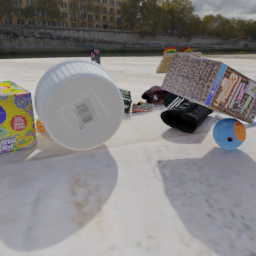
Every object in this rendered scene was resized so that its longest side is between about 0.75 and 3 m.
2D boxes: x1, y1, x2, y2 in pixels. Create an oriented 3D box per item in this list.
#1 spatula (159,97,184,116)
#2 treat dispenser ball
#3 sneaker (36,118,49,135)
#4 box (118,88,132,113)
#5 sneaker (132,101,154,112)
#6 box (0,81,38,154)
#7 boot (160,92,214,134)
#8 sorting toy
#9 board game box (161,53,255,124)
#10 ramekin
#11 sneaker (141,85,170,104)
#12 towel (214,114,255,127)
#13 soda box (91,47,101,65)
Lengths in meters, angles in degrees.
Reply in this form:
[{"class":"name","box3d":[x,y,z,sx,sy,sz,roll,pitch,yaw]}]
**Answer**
[{"class":"spatula","box3d":[1.832,-0.879,11.895,1.166,0.094,0.811,-46,17,4]},{"class":"treat dispenser ball","box3d":[3.067,0.169,8.485,0.965,0.965,0.965,0,18,0]},{"class":"sneaker","box3d":[-1.978,-0.356,9.849,2.321,0.900,1.300,-2,15,22]},{"class":"box","box3d":[-1.225,-1.625,13.539,2.797,0.665,2.702,13,19,-6]},{"class":"sneaker","box3d":[0.704,-1.008,12.882,1.141,0.469,0.444,-10,20,-29]},{"class":"box","box3d":[-4.711,-0.322,8.691,2.873,1.753,2.767,-12,23,-33]},{"class":"boot","box3d":[2.056,-0.712,11.410,2.429,0.967,2.947,8,24,30]},{"class":"sorting toy","box3d":[1.716,-2.404,9.809,1.275,0.444,1.268,-4,-15,-10]},{"class":"board game box","box3d":[2.569,-1.176,8.378,2.366,1.146,1.887,15,11,-35]},{"class":"ramekin","box3d":[-1.383,-0.624,8.380,2.643,2.643,1.289,-7,27,-20]},{"class":"sneaker","box3d":[1.876,-1.576,14.073,2.769,1.048,1.599,1,20,39]},{"class":"towel","box3d":[4.698,-0.414,11.444,1.937,0.231,1.423,-9,21,-27]},{"class":"soda box","box3d":[-1.202,-2.556,10.388,0.329,0.295,0.930,7,55,-18]}]
